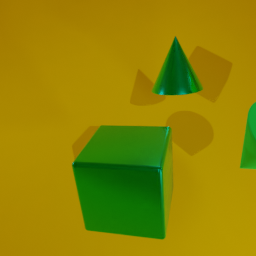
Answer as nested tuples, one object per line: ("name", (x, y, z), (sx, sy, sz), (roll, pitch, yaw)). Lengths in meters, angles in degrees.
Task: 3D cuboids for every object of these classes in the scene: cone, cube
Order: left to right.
("cube", (0.024, 0.836, 4.751), (1.346, 1.346, 1.346), (1, 26, 15))
("cone", (1.065, -1.416, 6.175), (1.163, 1.163, 1.168), (-6, 109, -3))
("cone", (2.427, 0.435, 5.099), (1.388, 1.393, 1.388), (8, 55, -11))
